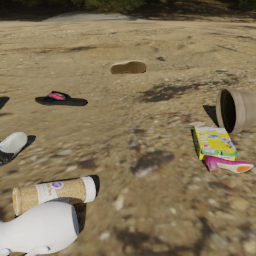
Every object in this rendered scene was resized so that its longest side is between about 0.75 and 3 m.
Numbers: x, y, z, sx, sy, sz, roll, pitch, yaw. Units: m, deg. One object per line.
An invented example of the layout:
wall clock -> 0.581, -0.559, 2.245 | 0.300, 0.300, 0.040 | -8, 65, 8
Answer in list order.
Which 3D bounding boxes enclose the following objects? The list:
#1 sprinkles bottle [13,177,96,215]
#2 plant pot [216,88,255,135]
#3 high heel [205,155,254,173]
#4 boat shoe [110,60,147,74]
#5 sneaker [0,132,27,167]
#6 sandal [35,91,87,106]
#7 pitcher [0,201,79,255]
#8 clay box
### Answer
sprinkles bottle -> -1.331, 1.228, 5.147 | 1.425, 0.486, 0.486 | -4, 24, -30
plant pot -> 3.310, -0.512, 7.953 | 1.158, 1.335, 1.335 | -5, 26, -5
high heel -> 2.311, 0.779, 6.458 | 1.032, 0.348, 0.495 | -9, 44, 4
boat shoe -> 0.007, -3.173, 14.504 | 1.905, 0.687, 0.619 | -7, 27, -1
sneaker -> -3.050, 0.574, 6.949 | 0.491, 0.487, 1.354 | -25, 16, 36
sandal -> -2.486, -1.134, 10.434 | 1.976, 0.445, 0.742 | 3, 26, 6
pitcher -> -1.415, 1.679, 4.251 | 1.255, 0.761, 1.077 | -13, 31, -5
clay box -> 2.212, 0.432, 7.240 | 0.859, 0.356, 1.495 | 4, 26, 5
